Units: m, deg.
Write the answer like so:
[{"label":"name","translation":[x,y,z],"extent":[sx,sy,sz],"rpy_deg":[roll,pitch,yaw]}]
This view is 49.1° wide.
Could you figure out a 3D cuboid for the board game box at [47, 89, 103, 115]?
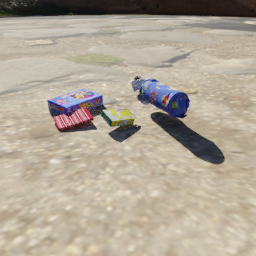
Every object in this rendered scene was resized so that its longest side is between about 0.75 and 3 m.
[{"label":"board game box","translation":[-1.935,-0.967,10.403],"extent":[1.144,0.381,1.702],"rpy_deg":[22,34,37]}]

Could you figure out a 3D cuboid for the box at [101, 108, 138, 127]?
[{"label":"box","translation":[-0.260,-0.359,9.047],"extent":[1.081,0.261,0.634],"rpy_deg":[-10,43,-37]}]

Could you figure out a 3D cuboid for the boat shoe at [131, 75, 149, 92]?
[{"label":"boat shoe","translation":[0.503,-2.010,12.005],"extent":[0.546,0.537,1.539],"rpy_deg":[-21,12,31]}]

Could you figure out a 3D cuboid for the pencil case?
[{"label":"pencil case","translation":[1.212,-1.041,9.375],"extent":[0.940,0.844,2.164],"rpy_deg":[-6,24,-25]}]

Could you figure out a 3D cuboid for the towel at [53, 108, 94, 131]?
[{"label":"towel","translation":[-1.792,-0.296,9.214],"extent":[1.194,0.134,0.864],"rpy_deg":[-19,35,-18]}]
